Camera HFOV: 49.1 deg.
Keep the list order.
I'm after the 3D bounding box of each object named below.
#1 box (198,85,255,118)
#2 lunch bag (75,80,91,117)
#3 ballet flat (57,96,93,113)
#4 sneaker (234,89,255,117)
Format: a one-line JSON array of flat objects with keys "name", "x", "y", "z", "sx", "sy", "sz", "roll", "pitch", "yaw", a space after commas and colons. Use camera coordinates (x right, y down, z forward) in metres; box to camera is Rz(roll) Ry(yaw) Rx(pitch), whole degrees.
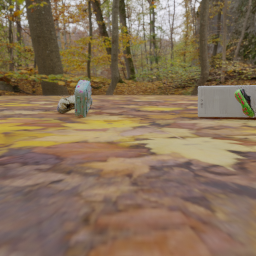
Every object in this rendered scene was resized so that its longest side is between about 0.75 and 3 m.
[{"name": "box", "x": 3.602, "y": -0.940, "z": 9.802, "sx": 2.185, "sy": 1.065, "sz": 1.359, "roll": 1, "pitch": 7, "yaw": 18}, {"name": "lunch bag", "x": -1.592, "y": -1.000, "z": 9.901, "sx": 0.463, "sy": 1.200, "sz": 0.963, "roll": 6, "pitch": 34, "yaw": 1}, {"name": "ballet flat", "x": -2.310, "y": -1.034, "z": 11.194, "sx": 1.907, "sy": 0.686, "sz": 0.686, "roll": -8, "pitch": 3, "yaw": 32}, {"name": "sneaker", "x": 3.665, "y": -0.777, "z": 8.604, "sx": 0.408, "sy": 0.973, "sz": 0.373, "roll": -34, "pitch": 11, "yaw": -17}]
